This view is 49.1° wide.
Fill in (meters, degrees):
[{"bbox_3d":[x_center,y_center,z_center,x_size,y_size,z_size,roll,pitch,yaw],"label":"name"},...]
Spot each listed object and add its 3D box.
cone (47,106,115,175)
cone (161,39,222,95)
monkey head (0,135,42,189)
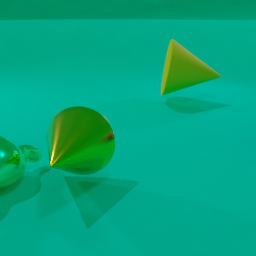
[{"bbox_3d":[-0.893,0.359,4.150,1.202,1.202,1.206,4,13,8],"label":"cone"},{"bbox_3d":[1.988,-1.686,8.460,1.687,1.681,1.681,9,23,1],"label":"cone"},{"bbox_3d":[-2.134,0.372,4.526,0.997,1.190,1.654,22,15,16],"label":"monkey head"}]
